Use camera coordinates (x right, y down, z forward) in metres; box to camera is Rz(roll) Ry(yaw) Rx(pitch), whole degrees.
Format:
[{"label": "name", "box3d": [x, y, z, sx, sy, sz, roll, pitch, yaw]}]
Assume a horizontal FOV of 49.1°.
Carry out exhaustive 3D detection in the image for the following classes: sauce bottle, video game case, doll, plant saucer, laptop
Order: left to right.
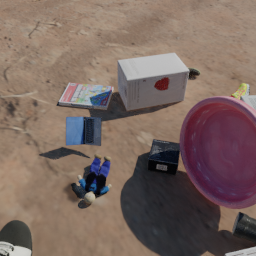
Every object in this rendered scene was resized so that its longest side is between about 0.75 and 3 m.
[{"label": "laptop", "box3d": [-1.370, 0.110, 8.697, 0.964, 0.902, 0.558, 4, 7, 25]}, {"label": "video game case", "box3d": [-1.638, -1.300, 11.184, 1.898, 0.166, 1.357, 6, 44, 7]}, {"label": "doll", "box3d": [-0.954, 1.479, 8.068, 1.032, 0.366, 1.512, 12, 50, 2]}, {"label": "plant saucer", "box3d": [2.543, 0.582, 7.206, 0.725, 2.859, 2.859, -11, 42, -32]}, {"label": "sauce bottle", "box3d": [3.904, 2.723, 6.320, 2.912, 0.942, 0.942, 20, 47, 20]}]

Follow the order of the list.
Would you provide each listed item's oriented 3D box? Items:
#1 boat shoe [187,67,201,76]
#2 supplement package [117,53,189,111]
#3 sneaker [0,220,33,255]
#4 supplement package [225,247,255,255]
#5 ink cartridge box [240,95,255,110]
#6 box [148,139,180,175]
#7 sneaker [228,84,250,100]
[{"label": "boat shoe", "box3d": [2.630, -2.451, 12.296, 1.086, 0.397, 0.352, 19, 57, 25]}, {"label": "supplement package", "box3d": [0.911, -1.811, 10.793, 2.382, 1.444, 1.427, -11, 44, -12]}, {"label": "sneaker", "box3d": [-2.815, 3.022, 5.856, 0.999, 1.194, 2.697, 2, 42, 4]}, {"label": "supplement package", "box3d": [2.652, 3.064, 5.960, 1.202, 0.936, 0.666, -8, 44, -8]}, {"label": "ink cartridge box", "box3d": [5.203, -0.066, 9.126, 2.796, 1.161, 2.050, -1, 43, -2]}, {"label": "box", "box3d": [1.115, 0.874, 8.573, 0.898, 0.557, 0.883, 9, 44, 10]}, {"label": "sneaker", "box3d": [4.210, -1.198, 10.736, 0.752, 0.651, 1.666, 12, 45, 16]}]
